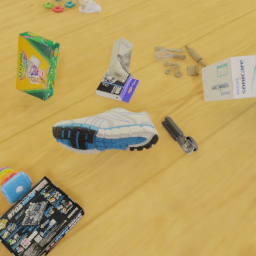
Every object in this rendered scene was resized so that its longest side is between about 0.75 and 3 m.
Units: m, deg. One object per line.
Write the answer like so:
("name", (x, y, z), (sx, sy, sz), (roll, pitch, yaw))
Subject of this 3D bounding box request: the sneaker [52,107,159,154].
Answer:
("sneaker", (-0.657, -0.035, 8.099), (2.943, 1.103, 1.275), (1, 47, -9))

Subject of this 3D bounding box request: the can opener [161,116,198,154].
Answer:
("can opener", (1.545, 0.209, 8.310), (0.455, 0.363, 1.362), (0, 45, -42))

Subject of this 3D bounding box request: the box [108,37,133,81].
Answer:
("box", (-0.238, -2.239, 9.085), (0.542, 0.451, 1.320), (24, 60, -32))

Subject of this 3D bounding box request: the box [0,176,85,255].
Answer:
("box", (-2.145, 2.217, 6.713), (1.401, 0.405, 1.763), (33, 60, 22))

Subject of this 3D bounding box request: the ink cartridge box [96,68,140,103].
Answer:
("ink cartridge box", (-0.327, -1.463, 9.525), (1.190, 0.258, 1.179), (16, 55, 10))

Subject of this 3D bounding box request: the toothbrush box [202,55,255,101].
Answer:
("toothbrush box", (3.787, -1.466, 8.183), (2.651, 1.941, 1.131), (-8, 94, -6))

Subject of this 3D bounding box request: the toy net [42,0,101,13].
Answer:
("toy net", (-2.463, -5.570, 12.391), (2.596, 0.501, 1.362), (19, 56, 13))

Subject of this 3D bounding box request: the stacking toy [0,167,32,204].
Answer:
("stacking toy", (-3.187, 1.308, 7.326), (1.299, 0.754, 0.713), (24, 50, 33))

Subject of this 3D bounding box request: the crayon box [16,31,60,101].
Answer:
("crayon box", (-2.795, -1.873, 8.597), (1.081, 1.820, 0.530), (22, 33, 7))

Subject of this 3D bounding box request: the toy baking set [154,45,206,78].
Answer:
("toy baking set", (1.867, -2.594, 10.361), (1.561, 0.237, 2.034), (-18, 56, -13))
